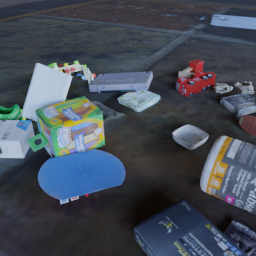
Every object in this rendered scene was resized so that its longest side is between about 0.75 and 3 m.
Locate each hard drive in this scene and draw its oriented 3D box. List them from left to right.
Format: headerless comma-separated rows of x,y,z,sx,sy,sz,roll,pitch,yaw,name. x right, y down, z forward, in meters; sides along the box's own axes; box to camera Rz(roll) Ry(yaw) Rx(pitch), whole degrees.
-2.981,-1.163,10.236,1.340,2.031,0.267,21,12,1,hard drive

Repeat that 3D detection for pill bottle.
3.505,1.405,7.214,2.899,1.687,1.687,21,39,27,pill bottle

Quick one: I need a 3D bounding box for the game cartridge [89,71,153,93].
-0.299,-2.153,13.191,2.727,0.523,1.768,0,32,14,game cartridge

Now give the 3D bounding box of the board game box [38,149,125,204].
-1.343,1.452,8.253,2.480,0.483,1.960,-10,31,-24,board game box

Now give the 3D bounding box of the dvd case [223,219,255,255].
2.608,2.887,6.374,1.154,0.124,1.552,25,42,35,dvd case

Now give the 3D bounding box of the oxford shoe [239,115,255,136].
5.037,0.045,10.283,1.899,0.672,0.701,30,22,34,oxford shoe

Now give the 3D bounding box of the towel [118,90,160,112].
0.481,-1.287,12.319,1.289,0.363,1.506,30,44,35,towel

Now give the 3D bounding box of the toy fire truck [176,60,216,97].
3.172,-2.513,13.834,2.767,0.674,1.951,-23,40,-29,toy fire truck

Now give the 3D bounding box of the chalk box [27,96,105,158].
-2.141,0.087,9.335,2.337,1.446,1.454,-21,39,-28,chalk box

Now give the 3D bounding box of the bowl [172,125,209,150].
2.186,0.357,9.893,1.026,0.383,1.024,-26,42,-32,bowl

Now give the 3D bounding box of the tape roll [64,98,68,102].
-3.169,-0.821,11.629,1.537,0.369,1.537,0,35,0,tape roll

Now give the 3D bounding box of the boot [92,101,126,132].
-1.084,-0.521,10.991,1.650,0.599,1.500,31,30,27,boot

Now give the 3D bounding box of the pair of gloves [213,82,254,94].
4.847,-1.899,12.917,1.741,0.305,1.480,4,23,19,pair of gloves

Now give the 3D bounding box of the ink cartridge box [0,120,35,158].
-4.502,0.352,9.564,2.199,0.746,1.276,1,34,2,ink cartridge box

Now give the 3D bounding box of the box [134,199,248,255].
1.322,2.662,6.265,1.580,0.511,2.003,-22,36,-24,box

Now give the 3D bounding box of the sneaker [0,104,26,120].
-5.194,-0.428,10.433,2.539,1.061,0.941,-11,37,-14,sneaker

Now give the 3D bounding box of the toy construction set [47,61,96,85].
-2.890,-2.734,13.716,2.550,1.175,1.672,0,10,-13,toy construction set

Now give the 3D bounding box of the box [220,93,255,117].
4.873,-1.034,11.947,1.462,0.353,1.158,-14,37,-19,box
